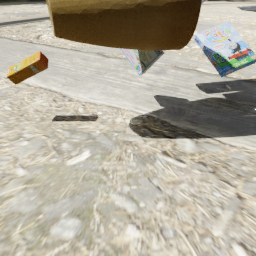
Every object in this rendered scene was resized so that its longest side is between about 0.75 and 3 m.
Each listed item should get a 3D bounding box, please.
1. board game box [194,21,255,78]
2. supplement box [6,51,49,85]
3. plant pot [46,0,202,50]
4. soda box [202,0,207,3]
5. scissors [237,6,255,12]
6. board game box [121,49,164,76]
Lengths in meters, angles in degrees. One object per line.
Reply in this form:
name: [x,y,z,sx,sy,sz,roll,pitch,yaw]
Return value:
board game box: [2.869,-2.348,8.272,1.178,0.285,1.557,-24,67,-9]
supplement box: [-2.570,-1.526,7.161,1.087,0.374,0.362,-23,51,18]
plant pot: [-0.301,-2.819,5.987,2.808,2.617,2.617,-12,31,-13]
soda box: [1.924,-4.187,8.461,2.458,0.837,0.783,-30,-12,3]
scissors: [3.591,-2.394,5.564,2.702,0.988,0.188,19,9,1]
board game box: [0.226,-2.389,7.906,0.261,1.025,1.524,-34,88,-39]
